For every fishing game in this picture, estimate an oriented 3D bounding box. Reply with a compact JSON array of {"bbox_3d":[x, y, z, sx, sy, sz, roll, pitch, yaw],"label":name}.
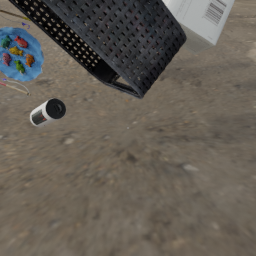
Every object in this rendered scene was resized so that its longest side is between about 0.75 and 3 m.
[{"bbox_3d":[-1.943,-1.245,4.862,1.019,1.423,0.221,22,32,-1],"label":"fishing game"}]

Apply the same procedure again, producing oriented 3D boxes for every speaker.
[{"bbox_3d":[-1.299,-0.234,4.517,0.338,0.338,0.833,-24,6,-35],"label":"speaker"}]

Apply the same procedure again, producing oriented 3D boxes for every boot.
[{"bbox_3d":[-1.835,-4.597,8.586,0.959,1.974,2.622,25,73,36],"label":"boot"}]

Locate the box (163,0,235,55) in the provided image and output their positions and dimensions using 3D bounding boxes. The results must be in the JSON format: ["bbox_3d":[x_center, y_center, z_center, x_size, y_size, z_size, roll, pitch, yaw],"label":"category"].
[{"bbox_3d":[1.785,-3.268,7.783,1.704,1.695,1.114,26,-7,-15],"label":"box"}]

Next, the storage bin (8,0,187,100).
[{"bbox_3d":[-0.444,-1.378,3.301,0.944,2.015,1.362,-52,34,-4],"label":"storage bin"}]
